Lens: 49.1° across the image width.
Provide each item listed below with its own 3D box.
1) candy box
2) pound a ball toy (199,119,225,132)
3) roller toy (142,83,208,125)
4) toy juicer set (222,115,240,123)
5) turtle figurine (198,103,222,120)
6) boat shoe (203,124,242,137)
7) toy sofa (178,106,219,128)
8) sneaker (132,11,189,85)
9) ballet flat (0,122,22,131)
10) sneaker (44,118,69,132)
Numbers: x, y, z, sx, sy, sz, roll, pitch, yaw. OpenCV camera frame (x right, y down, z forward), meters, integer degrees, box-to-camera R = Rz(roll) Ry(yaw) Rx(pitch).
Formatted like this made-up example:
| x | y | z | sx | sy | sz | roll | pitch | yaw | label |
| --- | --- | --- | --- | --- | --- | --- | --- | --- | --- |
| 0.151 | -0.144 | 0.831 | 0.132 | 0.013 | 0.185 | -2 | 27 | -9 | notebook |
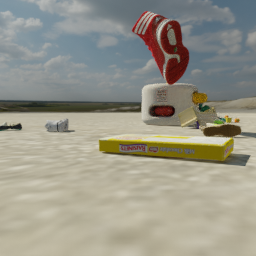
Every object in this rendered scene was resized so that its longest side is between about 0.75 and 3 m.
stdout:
| x | y | z | sx | sy | sz | roll | pitch | yaw | label |
| --- | --- | --- | --- | --- | --- | --- | --- | --- | --- |
| 0.613 | 0.272 | 4.522 | 1.963 | 0.259 | 1.003 | 2 | 7 | 28 | candy box |
| 2.554 | 0.014 | 8.426 | 0.553 | 0.360 | 0.847 | -25 | 4 | 0 | pound a ball toy |
| 1.947 | -1.158 | 12.937 | 2.584 | 1.980 | 2.833 | -1 | 4 | -21 | roller toy |
| 5.450 | -0.498 | 15.048 | 0.907 | 0.388 | 1.426 | -1 | 3 | -6 | toy juicer set |
| 3.743 | -0.617 | 13.243 | 1.429 | 0.961 | 1.909 | 42 | 12 | 5 | turtle figurine |
| 2.429 | 0.045 | 7.267 | 0.943 | 0.347 | 0.326 | 0 | 9 | 15 | boat shoe |
| 2.773 | -0.295 | 10.749 | 1.758 | 0.858 | 0.728 | -4 | -19 | -46 | toy sofa |
| 1.062 | -2.694 | 9.160 | 1.585 | 1.075 | 2.744 | 46 | -12 | 30 | sneaker |
| -3.974 | -0.066 | 9.344 | 0.860 | 0.314 | 0.314 | -3 | 5 | -38 | ballet flat |
| -2.303 | -0.108 | 9.099 | 0.608 | 0.398 | 1.059 | 3 | 7 | 2 | sneaker |
